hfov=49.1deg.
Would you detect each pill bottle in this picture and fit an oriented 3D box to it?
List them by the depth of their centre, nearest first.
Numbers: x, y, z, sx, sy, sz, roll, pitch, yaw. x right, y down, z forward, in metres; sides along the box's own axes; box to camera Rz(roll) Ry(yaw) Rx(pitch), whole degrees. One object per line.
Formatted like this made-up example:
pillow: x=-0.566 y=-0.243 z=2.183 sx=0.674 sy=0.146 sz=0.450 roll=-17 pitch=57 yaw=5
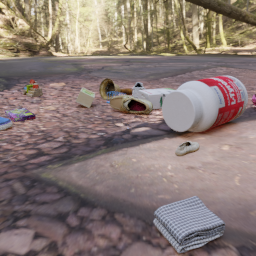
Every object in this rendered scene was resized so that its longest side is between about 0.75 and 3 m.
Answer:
pill bottle: x=2.562 y=-0.798 z=9.322 sx=2.953 sy=1.657 sz=1.657 roll=-16 pitch=24 yaw=-40

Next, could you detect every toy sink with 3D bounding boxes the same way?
toy sink: x=-1.884 y=-1.396 z=12.560 sx=0.675 sy=0.580 sz=1.036 roll=25 pitch=14 yaw=-11

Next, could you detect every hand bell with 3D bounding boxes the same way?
hand bell: x=-0.397 y=-1.917 z=14.523 sx=1.073 sy=1.073 sz=2.061 roll=15 pitch=10 yaw=38

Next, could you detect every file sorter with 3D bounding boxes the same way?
file sorter: x=-0.534 y=-1.382 z=13.023 sx=0.576 sy=0.509 sz=0.830 roll=-16 pitch=25 yaw=-39

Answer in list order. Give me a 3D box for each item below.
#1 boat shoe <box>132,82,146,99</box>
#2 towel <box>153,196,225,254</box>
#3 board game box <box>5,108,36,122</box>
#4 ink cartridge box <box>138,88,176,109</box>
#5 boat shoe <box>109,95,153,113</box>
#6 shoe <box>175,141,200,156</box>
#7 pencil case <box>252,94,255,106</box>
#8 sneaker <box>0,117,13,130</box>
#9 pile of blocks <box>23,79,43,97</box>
boat shoe: x=0.567 y=-2.054 z=14.768 sx=0.734 sy=0.699 sz=2.040 roll=5 pitch=19 yaw=15
towel: x=0.964 y=1.475 z=4.395 sx=0.921 sy=0.394 sz=0.763 roll=-9 pitch=21 yaw=-26
board game box: x=-4.209 y=-0.523 z=10.915 sx=0.799 sy=0.215 sz=1.332 roll=-8 pitch=19 yaw=-35
ink cartridge box: x=1.407 y=-1.318 z=12.495 sx=1.659 sy=0.699 sz=1.212 roll=-7 pitch=19 yaw=-20
boat shoe: x=0.049 y=-0.966 z=11.352 sx=1.873 sy=0.693 sz=0.622 roll=7 pitch=7 yaw=20
shoe: x=1.638 y=0.511 z=7.588 sx=0.957 sy=0.255 sz=0.334 roll=-17 pitch=24 yaw=-42
pencil case: x=5.709 y=-1.046 z=11.696 sx=0.769 sy=0.745 sz=1.641 roll=-2 pitch=15 yaw=8
sneaker: x=-4.866 y=-0.608 z=9.227 sx=1.867 sy=1.367 sz=0.752 roll=-2 pitch=18 yaw=-5
pile of blocks: x=-5.332 y=-2.253 z=15.366 sx=0.946 sy=0.716 sz=2.304 roll=-9 pitch=19 yaw=-25
